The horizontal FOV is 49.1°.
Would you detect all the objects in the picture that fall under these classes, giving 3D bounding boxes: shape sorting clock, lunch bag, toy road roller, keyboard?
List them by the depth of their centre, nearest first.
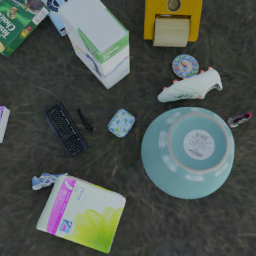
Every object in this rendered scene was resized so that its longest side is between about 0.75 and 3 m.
[{"bbox_3d":[-0.208,-0.143,9.013,0.661,0.339,0.822,36,78,-13],"label":"lunch bag"},{"bbox_3d":[-1.855,-0.079,9.158,1.204,0.195,1.894,-32,79,-8],"label":"keyboard"},{"bbox_3d":[1.993,-2.134,9.691,0.914,0.179,0.914,0,76,0],"label":"shape sorting clock"},{"bbox_3d":[1.490,-4.380,9.702,1.775,2.109,2.889,2,112,1],"label":"toy road roller"}]

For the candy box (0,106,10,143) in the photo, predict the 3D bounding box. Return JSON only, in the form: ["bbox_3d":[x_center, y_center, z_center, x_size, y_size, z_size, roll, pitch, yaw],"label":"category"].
[{"bbox_3d":[-4.668,-0.185,9.024,1.345,0.481,1.128,7,76,2],"label":"candy box"}]

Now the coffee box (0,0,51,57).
[{"bbox_3d":[-3.953,-3.745,9.710,2.269,0.499,1.395,-45,80,2],"label":"coffee box"}]

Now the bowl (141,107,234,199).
[{"bbox_3d":[1.890,0.553,8.292,2.964,1.550,2.964,0,74,0],"label":"bowl"}]

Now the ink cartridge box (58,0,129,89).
[{"bbox_3d":[-0.900,-2.564,8.597,1.106,2.527,1.836,-39,80,-6],"label":"ink cartridge box"}]

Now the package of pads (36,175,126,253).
[{"bbox_3d":[-1.271,2.384,8.010,2.120,0.723,1.638,23,71,-7],"label":"package of pads"}]

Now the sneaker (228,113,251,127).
[{"bbox_3d":[3.631,-0.297,9.152,0.801,0.299,0.323,-26,77,-6],"label":"sneaker"}]

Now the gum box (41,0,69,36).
[{"bbox_3d":[-2.198,-4.583,10.187,1.718,0.450,2.022,-33,78,-8],"label":"gum box"}]

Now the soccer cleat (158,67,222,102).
[{"bbox_3d":[2.068,-1.256,9.190,2.225,0.771,0.863,-24,79,-9],"label":"soccer cleat"}]

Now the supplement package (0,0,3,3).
[{"bbox_3d":[-4.597,-5.551,9.333,1.511,2.576,1.506,-41,79,-10],"label":"supplement package"}]

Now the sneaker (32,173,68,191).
[{"bbox_3d":[-2.406,1.566,8.598,1.135,0.430,0.437,-17,80,-6],"label":"sneaker"}]
